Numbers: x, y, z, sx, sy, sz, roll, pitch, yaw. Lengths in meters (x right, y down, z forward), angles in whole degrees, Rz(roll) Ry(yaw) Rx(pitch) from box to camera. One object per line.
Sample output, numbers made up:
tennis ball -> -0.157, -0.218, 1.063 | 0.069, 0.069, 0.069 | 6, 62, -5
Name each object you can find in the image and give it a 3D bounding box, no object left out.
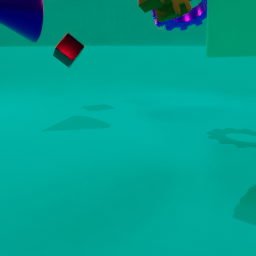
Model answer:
gear -> 1.370, -2.861, 6.545 | 1.614, 0.298, 1.614 | -9, -13, -2
cube -> 1.909, -1.934, 4.414 | 1.232, 1.232, 1.232 | 3, 37, 17
cube -> -2.083, -2.706, 9.813 | 0.735, 0.735, 0.735 | 37, -20, -13
cone -> -3.332, -3.175, 7.467 | 1.628, 1.622, 1.622 | -8, 19, -36
gear -> 0.417, -2.291, 3.811 | 0.291, 1.571, 1.571 | -8, 8, 42
